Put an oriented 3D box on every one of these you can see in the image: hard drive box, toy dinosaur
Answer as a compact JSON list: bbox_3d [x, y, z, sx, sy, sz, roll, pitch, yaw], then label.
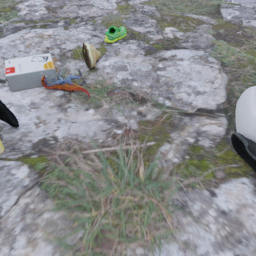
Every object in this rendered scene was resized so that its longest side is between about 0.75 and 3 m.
[{"bbox_3d":[-4.003,-2.327,11.609,1.890,0.726,1.473,-14,43,-15],"label":"hard drive box"},{"bbox_3d":[-2.550,-1.775,10.989,1.655,0.958,1.824,-23,55,2],"label":"toy dinosaur"}]

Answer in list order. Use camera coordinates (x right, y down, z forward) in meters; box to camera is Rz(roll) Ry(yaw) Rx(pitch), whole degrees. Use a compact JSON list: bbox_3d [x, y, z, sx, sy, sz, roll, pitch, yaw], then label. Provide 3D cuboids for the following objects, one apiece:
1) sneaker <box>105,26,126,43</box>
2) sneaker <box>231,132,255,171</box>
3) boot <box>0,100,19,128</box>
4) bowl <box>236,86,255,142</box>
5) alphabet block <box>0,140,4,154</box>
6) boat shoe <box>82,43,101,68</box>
[{"bbox_3d":[-0.611,-5.002,14.648,0.615,0.694,1.661,22,45,24],"label":"sneaker"},{"bbox_3d":[3.987,0.771,8.271,0.992,0.571,1.901,-16,49,-16],"label":"sneaker"},{"bbox_3d":[-4.343,-0.300,9.179,1.022,1.247,0.461,-28,41,-1],"label":"boot"},{"bbox_3d":[5.130,-0.417,9.248,2.797,1.044,2.793,11,43,11],"label":"bowl"},{"bbox_3d":[-5.382,-0.033,6.994,2.705,2.691,2.755,16,39,33],"label":"alphabet block"},{"bbox_3d":[-1.597,-3.389,12.878,0.777,0.731,2.040,0,40,-18],"label":"boat shoe"}]
